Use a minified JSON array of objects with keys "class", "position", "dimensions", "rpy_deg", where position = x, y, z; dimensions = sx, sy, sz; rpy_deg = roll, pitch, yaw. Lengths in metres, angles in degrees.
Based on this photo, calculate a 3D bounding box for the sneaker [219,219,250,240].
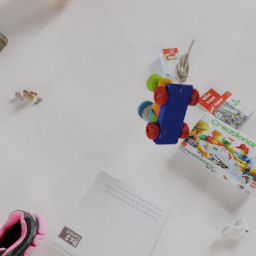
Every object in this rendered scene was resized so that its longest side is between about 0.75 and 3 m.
[{"class":"sneaker","position":[2.466,2.404,6.410],"dimensions":[0.776,0.302,0.386],"rpy_deg":[-23,64,-12]}]

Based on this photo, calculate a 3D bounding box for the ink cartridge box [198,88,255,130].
[{"class":"ink cartridge box","position":[2.836,-0.654,8.232],"dimensions":[0.804,0.372,1.476],"rpy_deg":[-38,67,-21]}]

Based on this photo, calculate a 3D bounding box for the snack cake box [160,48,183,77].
[{"class":"snack cake box","position":[1.421,-2.174,9.198],"dimensions":[0.570,0.333,0.991],"rpy_deg":[-5,58,-1]}]

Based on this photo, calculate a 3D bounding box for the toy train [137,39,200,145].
[{"class":"toy train","position":[0.762,-0.803,5.535],"dimensions":[0.869,2.052,1.187],"rpy_deg":[0,26,-23]}]

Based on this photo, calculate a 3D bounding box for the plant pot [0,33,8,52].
[{"class":"plant pot","position":[-4.571,-2.738,9.312],"dimensions":[0.918,0.918,0.797],"rpy_deg":[10,76,6]}]

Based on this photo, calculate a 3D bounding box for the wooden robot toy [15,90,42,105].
[{"class":"wooden robot toy","position":[-3.018,-1.027,8.459],"dimensions":[0.861,0.391,0.380],"rpy_deg":[17,60,10]}]

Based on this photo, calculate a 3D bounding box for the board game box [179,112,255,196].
[{"class":"board game box","position":[2.611,0.620,7.449],"dimensions":[2.131,0.369,1.345],"rpy_deg":[33,63,19]}]

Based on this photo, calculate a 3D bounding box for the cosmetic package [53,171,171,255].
[{"class":"cosmetic package","position":[-0.225,2.167,5.598],"dimensions":[1.563,1.896,1.565],"rpy_deg":[25,62,15]}]

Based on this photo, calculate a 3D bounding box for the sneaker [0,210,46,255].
[{"class":"sneaker","position":[-2.662,2.756,5.688],"dimensions":[0.969,1.169,2.452],"rpy_deg":[20,62,10]}]
